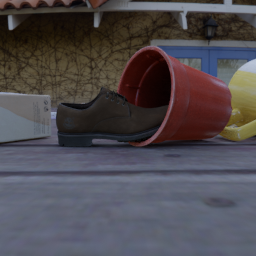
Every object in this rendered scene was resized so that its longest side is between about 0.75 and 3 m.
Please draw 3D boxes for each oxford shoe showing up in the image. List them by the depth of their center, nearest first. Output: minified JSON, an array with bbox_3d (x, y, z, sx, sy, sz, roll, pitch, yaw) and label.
[{"bbox_3d":[-0.185,-0.292,5.571,2.559,1.080,0.930,-5,15,-3],"label":"oxford shoe"}]

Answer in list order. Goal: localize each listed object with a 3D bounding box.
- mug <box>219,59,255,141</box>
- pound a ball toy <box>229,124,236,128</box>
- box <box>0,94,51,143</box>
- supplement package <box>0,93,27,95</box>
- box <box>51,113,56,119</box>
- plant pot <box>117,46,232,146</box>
[{"bbox_3d":[3.616,-0.434,6.654,2.020,2.522,2.071,31,6,-14],"label":"mug"},{"bbox_3d":[2.940,-0.208,8.516,1.056,0.688,1.619,16,11,-7],"label":"pound a ball toy"},{"bbox_3d":[-3.132,-0.222,6.100,1.286,1.053,2.709,3,6,33],"label":"box"},{"bbox_3d":[-4.473,-0.663,10.247,1.187,1.202,1.982,0,5,3],"label":"supplement package"},{"bbox_3d":[-3.938,-0.671,15.236,1.755,0.340,0.364,-1,5,-8],"label":"box"},{"bbox_3d":[1.060,-0.546,6.072,1.942,1.997,1.997,6,1,-32],"label":"plant pot"}]
